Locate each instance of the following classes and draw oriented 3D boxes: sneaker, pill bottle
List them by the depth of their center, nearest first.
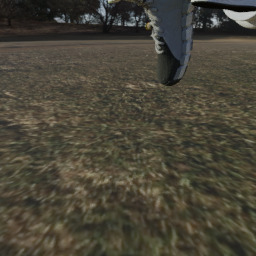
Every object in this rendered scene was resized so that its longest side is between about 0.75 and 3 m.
[{"bbox_3d":[1.742,-2.389,4.497,1.511,0.912,0.632,-2,16,-20],"label":"sneaker"},{"bbox_3d":[0.406,-2.122,5.247,1.607,2.783,1.044,-5,30,-18],"label":"sneaker"},{"bbox_3d":[3.856,-3.643,7.921,2.668,1.595,1.595,-19,28,-40],"label":"pill bottle"}]

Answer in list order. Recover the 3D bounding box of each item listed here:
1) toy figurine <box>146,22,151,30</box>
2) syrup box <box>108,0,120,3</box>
[{"bbox_3d":[1.267,-4.233,10.676,1.153,1.171,0.815,-11,20,-39],"label":"toy figurine"},{"bbox_3d":[-0.295,-5.450,11.163,0.530,0.512,1.301,-27,19,-35],"label":"syrup box"}]
